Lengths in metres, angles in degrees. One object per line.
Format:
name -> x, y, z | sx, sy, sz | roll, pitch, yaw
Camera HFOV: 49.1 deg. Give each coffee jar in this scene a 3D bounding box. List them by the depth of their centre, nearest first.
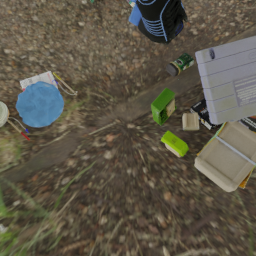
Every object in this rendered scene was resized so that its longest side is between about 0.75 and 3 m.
coffee jar -> 1.569, -1.914, 8.520 | 0.846, 0.361, 0.441 | -35, 68, -22

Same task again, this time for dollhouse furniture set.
dollhouse furniture set -> 1.751, 0.246, 6.683 | 2.748, 1.061, 1.373 | 38, 84, 20

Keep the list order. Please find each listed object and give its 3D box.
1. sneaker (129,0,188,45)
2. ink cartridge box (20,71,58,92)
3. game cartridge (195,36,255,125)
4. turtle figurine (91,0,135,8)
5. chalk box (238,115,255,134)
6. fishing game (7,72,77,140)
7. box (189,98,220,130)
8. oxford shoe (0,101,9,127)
sneaker -> 0.713, -2.359, 5.472 | 1.125, 2.887, 1.012 | 37, 96, -5
ink cartridge box -> -2.515, -1.158, 8.005 | 0.910, 0.384, 0.659 | -23, 60, -12
game cartridge -> 2.691, -1.103, 5.768 | 2.430, 1.575, 0.466 | -17, 14, -8
turtle figurine -> -0.157, -5.422, 10.362 | 2.581, 1.299, 1.932 | -2, 57, 5
chalk box -> 2.815, 0.105, 6.880 | 0.911, 0.905, 1.460 | 39, 66, 21
fishing game -> -2.372, -0.625, 7.566 | 1.325, 0.288, 1.850 | 38, 79, 11
box -> 2.279, -0.460, 7.665 | 0.851, 0.211, 0.845 | -30, 62, -19
oxford shoe -> -4.120, -0.145, 7.220 | 2.330, 0.673, 0.876 | -16, 87, 4
